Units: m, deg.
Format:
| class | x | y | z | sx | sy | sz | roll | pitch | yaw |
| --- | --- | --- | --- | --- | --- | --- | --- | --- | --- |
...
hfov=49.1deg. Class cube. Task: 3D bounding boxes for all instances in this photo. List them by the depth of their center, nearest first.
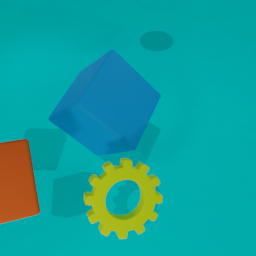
| class | x | y | z | sx | sy | sz | roll | pitch | yaw |
| --- | --- | --- | --- | --- | --- | --- | --- | --- | --- |
| cube | -1.646 | 0.698 | 3.509 | 0.896 | 0.896 | 0.896 | -9 | 83 | -21 |
| cube | -0.457 | -0.415 | 5.563 | 1.368 | 1.368 | 1.368 | 40 | 61 | -24 |

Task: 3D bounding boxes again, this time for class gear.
| class | x | y | z | sx | sy | sz | roll | pitch | yaw |
| --- | --- | --- | --- | --- | --- | --- | --- | --- | --- |
| gear | -0.064 | 1.071 | 4.297 | 1.182 | 1.182 | 0.219 | -17 | 8 | -14 |
